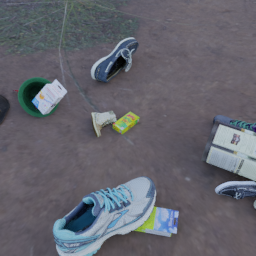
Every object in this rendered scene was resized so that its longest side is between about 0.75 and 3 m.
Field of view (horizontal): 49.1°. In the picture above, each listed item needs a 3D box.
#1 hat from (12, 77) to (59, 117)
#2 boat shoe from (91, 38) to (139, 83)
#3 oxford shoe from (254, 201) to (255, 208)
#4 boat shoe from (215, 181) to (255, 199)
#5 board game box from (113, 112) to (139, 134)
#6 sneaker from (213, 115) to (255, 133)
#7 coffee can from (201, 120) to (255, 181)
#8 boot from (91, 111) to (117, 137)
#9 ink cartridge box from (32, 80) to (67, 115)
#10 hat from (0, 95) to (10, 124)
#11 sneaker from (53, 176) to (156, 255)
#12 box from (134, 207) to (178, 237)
[{"bbox_3d":[-3.584,-1.268,11.201,1.447,1.747,1.538,-40,11,-9],"label":"hat"},{"bbox_3d":[-0.359,-3.017,12.409,0.918,1.111,2.968,28,53,26],"label":"boat shoe"},{"bbox_3d":[4.093,2.019,7.975,1.446,0.544,0.418,-26,92,-33],"label":"oxford shoe"},{"bbox_3d":[3.194,1.847,8.117,1.287,0.462,0.436,0,44,-10],"label":"boat shoe"},{"bbox_3d":[-0.065,-0.193,10.248,0.475,0.222,0.934,34,54,29],"label":"board game box"},{"bbox_3d":[4.024,-0.002,9.497,0.870,1.024,2.339,-35,55,-29],"label":"sneaker"},{"bbox_3d":[3.397,0.707,8.536,1.913,1.400,1.400,21,49,19],"label":"coffee can"},{"bbox_3d":[-0.838,-0.183,10.125,0.888,0.414,1.148,-7,46,-10],"label":"boot"},{"bbox_3d":[-2.839,-1.132,10.131,0.667,1.159,0.393,47,19,3],"label":"ink cartridge box"},{"bbox_3d":[-5.602,-0.851,10.434,2.238,0.903,2.238,-1,46,1],"label":"hat"},{"bbox_3d":[-0.483,2.081,7.035,2.999,1.294,1.164,-33,44,-24],"label":"sneaker"},{"bbox_3d":[0.757,2.492,7.563,1.133,0.270,0.691,7,46,9],"label":"box"}]
